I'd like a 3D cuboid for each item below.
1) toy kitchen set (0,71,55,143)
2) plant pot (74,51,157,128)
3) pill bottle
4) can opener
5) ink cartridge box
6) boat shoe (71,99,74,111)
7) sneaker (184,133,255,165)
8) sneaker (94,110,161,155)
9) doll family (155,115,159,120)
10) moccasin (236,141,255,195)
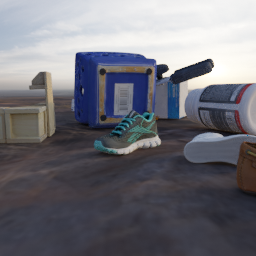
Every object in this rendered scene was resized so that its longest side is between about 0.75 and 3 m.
[{"bbox_3d":[-3.478,-0.729,8.595,2.182,1.973,2.419,-1,8,-5],"label":"toy kitchen set"},{"bbox_3d":[-0.474,-1.482,11.111,2.976,2.976,2.676,-3,16,-19],"label":"plant pot"},{"bbox_3d":[3.393,-0.729,9.745,1.648,1.648,2.844,-5,9,-29],"label":"pill bottle"},{"bbox_3d":[2.023,-2.395,11.680,2.987,0.999,0.797,-14,24,38],"label":"can opener"},{"bbox_3d":[1.501,-1.543,14.174,2.723,1.969,2.004,2,9,23],"label":"ink cartridge box"},{"bbox_3d":[-2.256,-1.509,17.878,2.668,0.872,0.982,-3,9,-22],"label":"boat shoe"},{"bbox_3d":[2.114,0.359,5.758,1.753,0.646,1.013,2,11,21],"label":"sneaker"},{"bbox_3d":[-0.004,0.061,6.732,0.809,0.951,2.086,7,11,40],"label":"sneaker"},{"bbox_3d":[1.075,-0.467,12.814,0.848,0.382,0.526,16,-10,-36],"label":"doll family"},{"bbox_3d":[2.574,0.553,3.470,0.853,0.900,2.332,-8,12,-44],"label":"moccasin"}]
